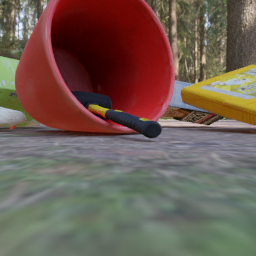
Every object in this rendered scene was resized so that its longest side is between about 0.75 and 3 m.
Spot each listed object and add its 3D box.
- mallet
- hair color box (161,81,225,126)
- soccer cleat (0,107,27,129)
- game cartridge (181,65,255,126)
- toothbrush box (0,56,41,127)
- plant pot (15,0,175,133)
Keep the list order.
[{"bbox_3d":[-0.452,-0.246,4.592,0.929,0.581,2.822,5,8,-21],"label":"mallet"},{"bbox_3d":[1.555,-0.848,9.053,2.924,0.886,1.447,10,-13,-5],"label":"hair color box"},{"bbox_3d":[-3.368,-0.370,5.894,2.313,0.897,0.801,-1,2,-20],"label":"soccer cleat"},{"bbox_3d":[3.004,-0.867,6.359,2.512,0.462,2.850,-20,20,-17],"label":"game cartridge"},{"bbox_3d":[-3.185,-0.898,7.756,1.823,1.078,2.504,-35,-20,31],"label":"toothbrush box"},{"bbox_3d":[-0.902,-1.143,5.769,2.853,2.853,2.524,-2,-6,-41],"label":"plant pot"}]
